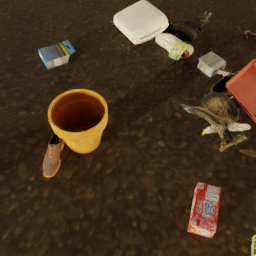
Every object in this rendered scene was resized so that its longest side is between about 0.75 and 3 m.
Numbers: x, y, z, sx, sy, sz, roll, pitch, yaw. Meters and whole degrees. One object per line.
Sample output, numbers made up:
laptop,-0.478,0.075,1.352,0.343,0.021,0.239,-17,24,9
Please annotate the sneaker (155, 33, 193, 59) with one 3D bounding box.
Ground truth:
sneaker,2.262,-4.224,14.470,2.112,0.769,0.894,27,56,17

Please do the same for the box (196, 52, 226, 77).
box,4.090,-3.144,13.812,0.938,0.535,1.020,-29,59,-19

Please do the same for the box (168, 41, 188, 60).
box,2.018,-3.135,11.174,0.474,0.195,0.807,31,85,43

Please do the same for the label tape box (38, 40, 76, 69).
label tape box,-3.578,-3.752,14.281,1.609,0.509,1.160,-24,57,-17

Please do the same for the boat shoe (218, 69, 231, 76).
boat shoe,4.720,-2.649,13.630,0.776,0.269,0.275,15,35,-13

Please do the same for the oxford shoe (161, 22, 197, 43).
oxford shoe,2.705,-5.284,15.374,2.269,0.824,0.958,29,40,19

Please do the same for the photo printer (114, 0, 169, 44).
photo printer,0.716,-5.682,15.102,2.242,0.936,2.695,-30,51,-5

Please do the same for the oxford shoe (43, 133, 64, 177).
oxford shoe,-2.900,0.974,10.658,0.651,0.666,1.826,1,53,1

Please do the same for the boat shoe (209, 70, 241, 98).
boat shoe,4.667,-1.952,12.731,2.785,0.839,0.993,-37,62,-24

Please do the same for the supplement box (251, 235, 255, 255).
supplement box,4.405,3.646,8.428,1.041,1.040,0.699,15,55,11

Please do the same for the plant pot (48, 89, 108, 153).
plant pot,-1.789,-0.071,10.655,2.097,1.919,2.097,0,53,-1

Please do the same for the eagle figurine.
eagle figurine,3.436,-0.342,10.989,1.843,1.853,2.442,-29,78,15

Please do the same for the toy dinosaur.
toy dinosaur,3.791,-5.950,15.915,2.035,0.783,1.041,-11,40,0

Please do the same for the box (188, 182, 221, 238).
box,2.538,2.708,9.313,0.778,0.746,1.562,13,54,10

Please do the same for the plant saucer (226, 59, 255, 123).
plant saucer,5.582,-1.505,12.210,2.396,0.441,2.401,-38,87,-25

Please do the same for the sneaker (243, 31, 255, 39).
sneaker,6.715,-5.015,15.387,0.501,0.328,0.867,-37,51,-18
